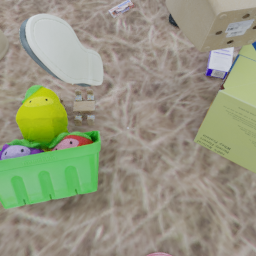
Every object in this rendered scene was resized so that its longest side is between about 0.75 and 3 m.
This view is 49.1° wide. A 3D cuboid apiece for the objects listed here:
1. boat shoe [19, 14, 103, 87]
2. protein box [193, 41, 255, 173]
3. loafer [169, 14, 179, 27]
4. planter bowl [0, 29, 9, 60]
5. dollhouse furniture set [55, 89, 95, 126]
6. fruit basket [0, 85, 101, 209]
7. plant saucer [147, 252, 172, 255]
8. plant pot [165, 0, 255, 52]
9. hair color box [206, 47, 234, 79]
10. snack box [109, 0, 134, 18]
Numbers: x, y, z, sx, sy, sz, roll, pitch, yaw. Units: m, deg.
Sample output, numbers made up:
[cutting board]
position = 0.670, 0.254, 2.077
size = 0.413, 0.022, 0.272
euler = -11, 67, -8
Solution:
[boat shoe]
position = -1.170, -1.174, 4.852
size = 0.778, 2.518, 0.917
euler = 0, 89, 15
[protein box]
position = 3.168, -0.256, 6.506
size = 2.410, 2.427, 1.638
euler = 28, 66, 14
[loafer]
position = 2.267, -4.532, 9.562
size = 0.906, 0.899, 2.488
euler = 27, 65, 14
[planter bowl]
position = -4.613, -2.804, 8.624
size = 1.504, 1.012, 1.504
euler = 0, 63, 1
[dollhouse furniture set]
position = -1.449, -0.632, 7.687
size = 1.060, 0.690, 0.974
euler = -3, 63, -1
[fruit basket]
position = -1.901, 0.243, 6.416
size = 2.702, 1.949, 2.702
euler = -1, 98, -7
[plant saucer]
position = 0.693, 3.281, 5.895
size = 1.228, 0.311, 1.228
euler = 0, 63, 0
[plant pot]
position = 1.764, -2.362, 5.106
size = 1.653, 1.655, 1.465
euler = -10, 73, -6
[hair color box]
position = 2.837, -2.122, 8.624
size = 0.658, 0.390, 1.204
euler = 14, 66, 8
[snack box]
position = -0.225, -4.201, 9.838
size = 0.917, 0.112, 0.330
euler = -36, 68, -17
